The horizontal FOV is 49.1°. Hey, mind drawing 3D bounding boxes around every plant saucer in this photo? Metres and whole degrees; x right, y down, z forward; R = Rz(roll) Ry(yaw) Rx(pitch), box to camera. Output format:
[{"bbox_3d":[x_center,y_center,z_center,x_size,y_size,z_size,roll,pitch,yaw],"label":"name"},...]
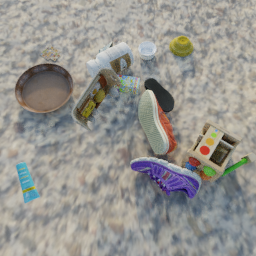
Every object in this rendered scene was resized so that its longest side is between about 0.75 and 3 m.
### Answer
[{"bbox_3d":[-3.304,-1.544,11.208,2.335,0.402,2.335,0,64,0],"label":"plant saucer"}]

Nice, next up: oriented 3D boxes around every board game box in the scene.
[{"bbox_3d":[-0.035,-1.753,11.246,0.959,0.494,0.503,10,66,4],"label":"board game box"}]

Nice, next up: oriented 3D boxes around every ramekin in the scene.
[{"bbox_3d":[0.820,-3.296,12.020,0.767,0.374,0.767,0,66,-1],"label":"ramekin"}]

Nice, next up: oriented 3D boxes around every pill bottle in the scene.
[{"bbox_3d":[-0.735,-2.667,11.380,1.775,1.015,1.015,-30,69,-13],"label":"pill bottle"}]

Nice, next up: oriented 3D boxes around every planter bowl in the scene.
[{"bbox_3d":[2.347,-3.662,12.150,1.077,0.448,1.077,0,65,0],"label":"planter bowl"}]

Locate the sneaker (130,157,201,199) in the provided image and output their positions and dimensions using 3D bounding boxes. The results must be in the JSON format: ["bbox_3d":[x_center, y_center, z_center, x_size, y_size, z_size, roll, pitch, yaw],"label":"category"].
[{"bbox_3d":[1.210,1.676,9.444,2.470,0.996,1.031,19,73,8],"label":"sneaker"}]

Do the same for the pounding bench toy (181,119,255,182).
[{"bbox_3d":[3.094,1.077,9.516,2.058,1.279,1.605,32,69,14],"label":"pounding bench toy"}]

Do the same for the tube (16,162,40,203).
[{"bbox_3d":[-2.945,1.563,8.115,0.442,0.288,1.143,-22,75,-9],"label":"tube"}]

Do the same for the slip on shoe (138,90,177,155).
[{"bbox_3d":[1.075,-0.231,10.420,0.836,1.012,2.731,5,53,-36],"label":"slip on shoe"}]

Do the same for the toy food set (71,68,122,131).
[{"bbox_3d":[-0.936,-0.866,9.096,0.600,1.425,1.985,32,86,15],"label":"toy food set"}]

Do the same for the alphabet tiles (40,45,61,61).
[{"bbox_3d":[-3.343,-3.218,12.175,0.783,0.030,0.655,35,70,15],"label":"alphabet tiles"}]

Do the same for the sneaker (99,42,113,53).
[{"bbox_3d":[-1.003,-3.340,12.029,0.459,0.413,1.063,22,67,13],"label":"sneaker"}]

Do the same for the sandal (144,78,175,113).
[{"bbox_3d":[1.271,-1.265,11.111,0.701,0.446,1.864,-23,55,-9],"label":"sandal"}]
